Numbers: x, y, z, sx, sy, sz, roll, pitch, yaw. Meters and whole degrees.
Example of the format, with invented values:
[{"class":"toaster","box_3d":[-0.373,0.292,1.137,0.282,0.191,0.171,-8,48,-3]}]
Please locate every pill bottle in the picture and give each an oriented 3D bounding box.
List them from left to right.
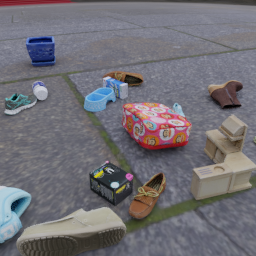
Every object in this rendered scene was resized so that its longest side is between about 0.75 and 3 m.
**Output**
[{"class":"pill bottle","box_3d":[-4.466,-1.889,14.235,0.666,0.666,1.151,-13,35,-20]}]

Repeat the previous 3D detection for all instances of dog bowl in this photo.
[{"class":"dog bowl","box_3d":[-1.363,-1.443,13.683,1.088,0.484,1.952,15,34,24]}]

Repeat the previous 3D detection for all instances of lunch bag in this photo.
[{"class":"lunch bag","box_3d":[1.166,-0.202,10.864,2.317,1.078,2.631,-6,27,-22]}]

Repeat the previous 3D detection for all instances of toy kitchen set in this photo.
[{"class":"toy kitchen set","box_3d":[2.644,0.705,8.887,1.963,1.775,2.176,-9,32,-14]}]

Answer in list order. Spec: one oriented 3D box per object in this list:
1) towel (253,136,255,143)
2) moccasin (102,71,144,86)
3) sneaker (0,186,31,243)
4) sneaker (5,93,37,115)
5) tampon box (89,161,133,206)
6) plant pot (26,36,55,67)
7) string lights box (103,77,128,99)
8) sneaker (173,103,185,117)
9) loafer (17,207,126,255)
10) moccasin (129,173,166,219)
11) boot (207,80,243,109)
[{"class":"towel","box_3d":[5.330,0.692,10.404,0.944,0.232,1.273,0,31,-3]},{"class":"moccasin","box_3d":[-0.274,-2.642,15.435,2.263,0.828,0.873,6,22,-8]},{"class":"sneaker","box_3d":[-3.285,2.425,6.750,1.181,1.066,2.883,0,31,8]},{"class":"sneaker","box_3d":[-5.008,-1.302,13.120,0.696,0.818,1.794,15,34,22]},{"class":"tampon box","box_3d":[-0.505,1.640,8.411,1.079,0.681,0.808,24,39,34]},{"class":"plant pot","box_3d":[-5.671,-5.043,18.528,1.773,1.595,1.774,-8,32,-11]},{"class":"string lights box","box_3d":[-0.659,-2.082,14.473,1.440,0.740,0.424,26,40,36]},{"class":"sneaker","box_3d":[2.268,-0.782,12.630,0.393,0.436,1.064,-8,32,-12]},{"class":"loafer","box_3d":[-1.341,2.521,6.805,2.533,0.958,0.865,-1,29,-20]},{"class":"moccasin","box_3d":[0.598,1.894,7.992,0.641,0.677,1.753,22,38,32]},{"class":"boot","box_3d":[5.149,-1.578,13.926,2.101,0.760,1.748,-7,45,-16]}]
